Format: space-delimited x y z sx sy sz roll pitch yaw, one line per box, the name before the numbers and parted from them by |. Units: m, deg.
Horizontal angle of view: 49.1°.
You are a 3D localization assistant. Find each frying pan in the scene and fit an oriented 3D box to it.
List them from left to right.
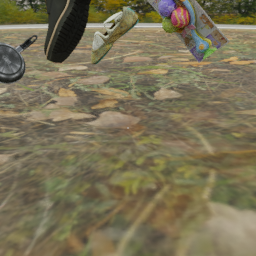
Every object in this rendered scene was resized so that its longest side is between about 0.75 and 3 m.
frying pan | -1.961 -1.232 4.970 1.259 0.762 0.205 -31 8 -40

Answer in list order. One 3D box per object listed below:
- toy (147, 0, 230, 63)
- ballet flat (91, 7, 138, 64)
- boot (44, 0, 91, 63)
toy | 1.625 -3.365 8.903 0.704 2.983 1.718 -47 6 -19
ballet flat | -0.678 -3.181 9.572 2.322 0.821 0.821 -38 11 25
boot | -1.706 -2.830 6.161 1.655 2.393 0.927 29 13 12
